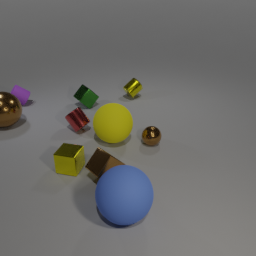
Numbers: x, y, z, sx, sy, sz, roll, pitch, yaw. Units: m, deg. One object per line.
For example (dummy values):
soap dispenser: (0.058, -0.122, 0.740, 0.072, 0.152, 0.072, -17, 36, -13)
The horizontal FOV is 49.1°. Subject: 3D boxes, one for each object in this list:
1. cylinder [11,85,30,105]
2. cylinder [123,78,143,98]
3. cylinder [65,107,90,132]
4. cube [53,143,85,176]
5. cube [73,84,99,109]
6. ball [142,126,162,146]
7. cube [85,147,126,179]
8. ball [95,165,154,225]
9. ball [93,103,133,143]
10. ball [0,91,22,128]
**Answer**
cylinder: (-4.907, -1.492, 12.678, 0.700, 0.700, 0.700, 28, 16, -30)
cylinder: (0.238, -1.922, 13.411, 0.700, 0.700, 0.700, -44, 40, -5)
cylinder: (-1.908, -0.320, 10.624, 0.700, 0.700, 0.700, -36, 3, 2)
cube: (-1.783, 0.959, 8.589, 0.700, 0.700, 0.700, 7, 29, 13)
cube: (-1.879, -1.411, 12.571, 0.700, 0.700, 0.700, -53, 44, -1)
ball: (0.828, 0.276, 9.847, 0.700, 0.700, 0.700, 0, 29, 0)
cube: (-0.646, 1.083, 7.996, 0.700, 0.700, 0.700, 26, 81, 48)
ball: (-0.087, 1.594, 6.725, 1.400, 1.400, 1.400, 0, 29, 0)
ball: (-0.524, -0.170, 9.781, 1.400, 1.400, 1.400, 0, 29, 0)
ball: (-4.848, -0.717, 10.863, 1.400, 1.400, 1.400, 0, 29, 0)
